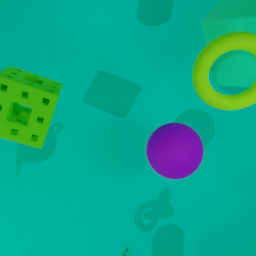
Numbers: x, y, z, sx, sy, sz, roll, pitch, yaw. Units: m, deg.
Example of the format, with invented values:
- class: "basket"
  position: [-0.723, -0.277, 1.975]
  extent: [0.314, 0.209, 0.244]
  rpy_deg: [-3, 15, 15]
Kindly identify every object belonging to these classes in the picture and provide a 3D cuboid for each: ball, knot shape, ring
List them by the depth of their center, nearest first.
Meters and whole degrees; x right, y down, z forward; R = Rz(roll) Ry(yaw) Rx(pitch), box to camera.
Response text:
- class: "ring"
  position: [1.553, -0.802, 4.118]
  extent: [1.193, 0.239, 1.193]
  rpy_deg: [4, 122, 6]
- class: "knot shape"
  position: [-0.273, 2.716, 5.243]
  extent: [1.131, 1.209, 0.559]
  rpy_deg: [-34, 62, -4]
- class: "ball"
  position: [0.952, 0.464, 5.738]
  extent: [1.158, 1.158, 1.158]
  rpy_deg: [0, 82, 0]

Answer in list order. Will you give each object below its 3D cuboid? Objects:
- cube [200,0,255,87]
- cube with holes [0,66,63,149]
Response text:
- class: "cube"
  position: [2.372, -1.696, 5.150]
  extent: [1.383, 1.383, 1.383]
  rpy_deg: [12, 51, 40]
- class: "cube with holes"
  position: [-1.763, -0.382, 4.816]
  extent: [0.962, 0.962, 0.962]
  rpy_deg: [18, 106, -15]
